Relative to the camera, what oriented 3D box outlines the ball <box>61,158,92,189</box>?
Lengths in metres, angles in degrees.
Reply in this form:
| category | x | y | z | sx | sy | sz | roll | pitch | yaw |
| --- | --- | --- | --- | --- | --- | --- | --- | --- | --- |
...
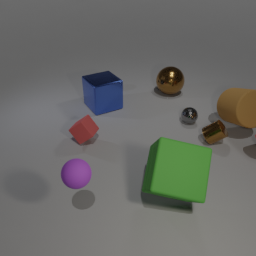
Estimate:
| category | x | y | z | sx | sy | sz | roll | pitch | yaw |
| --- | --- | --- | --- | --- | --- | --- | --- | --- | --- |
| ball | -1.192 | 1.054 | 6.461 | 0.700 | 0.700 | 0.700 | 0 | 33 | 0 |

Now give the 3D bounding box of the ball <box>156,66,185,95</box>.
| category | x | y | z | sx | sy | sz | roll | pitch | yaw |
| --- | --- | --- | --- | --- | --- | --- | --- | --- | --- |
| ball | 2.098 | -2.350 | 13.907 | 1.400 | 1.400 | 1.400 | 0 | 33 | 0 |

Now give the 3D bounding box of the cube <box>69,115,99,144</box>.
| category | x | y | z | sx | sy | sz | roll | pitch | yaw |
| --- | --- | --- | --- | --- | --- | --- | --- | --- | --- |
| cube | -1.639 | 0.050 | 10.470 | 0.700 | 0.700 | 0.700 | -30 | 15 | 27 |

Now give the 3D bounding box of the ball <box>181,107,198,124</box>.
| category | x | y | z | sx | sy | sz | roll | pitch | yaw |
| --- | --- | --- | --- | --- | --- | --- | --- | --- | --- |
| ball | 2.571 | -0.521 | 11.710 | 0.700 | 0.700 | 0.700 | 0 | 33 | 0 |

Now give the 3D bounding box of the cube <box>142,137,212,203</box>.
| category | x | y | z | sx | sy | sz | roll | pitch | yaw |
| --- | --- | --- | --- | --- | --- | --- | --- | --- | --- |
| cube | 1.274 | 1.174 | 7.585 | 1.400 | 1.400 | 1.400 | 13 | 76 | -3 |

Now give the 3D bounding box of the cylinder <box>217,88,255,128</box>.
| category | x | y | z | sx | sy | sz | roll | pitch | yaw |
| --- | --- | --- | --- | --- | --- | --- | --- | --- | --- |
| cylinder | 4.362 | -0.798 | 10.695 | 1.400 | 1.400 | 1.400 | -7 | 13 | -11 |

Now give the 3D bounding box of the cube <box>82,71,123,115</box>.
| category | x | y | z | sx | sy | sz | roll | pitch | yaw |
| --- | --- | --- | --- | --- | --- | --- | --- | --- | --- |
| cube | -1.154 | -1.625 | 12.763 | 1.400 | 1.400 | 1.400 | -17 | 36 | -25 |

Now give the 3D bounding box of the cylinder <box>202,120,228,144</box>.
| category | x | y | z | sx | sy | sz | roll | pitch | yaw |
| --- | --- | --- | --- | --- | --- | --- | --- | --- | --- |
| cylinder | 3.234 | 0.158 | 10.413 | 0.700 | 0.700 | 0.700 | -32 | 19 | 30 |
